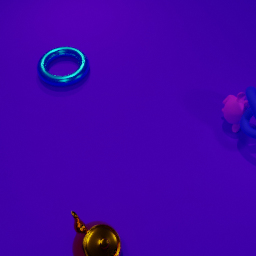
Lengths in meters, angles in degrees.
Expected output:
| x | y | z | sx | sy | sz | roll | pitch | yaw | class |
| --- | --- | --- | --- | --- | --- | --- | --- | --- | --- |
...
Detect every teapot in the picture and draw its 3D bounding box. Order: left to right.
| x | y | z | sx | sy | sz | roll | pitch | yaw | class |
| --- | --- | --- | --- | --- | --- | --- | --- | --- | --- |
| -0.696 | 2.638 | 6.384 | 1.872 | 0.917 | 1.164 | 45 | 55 | 6 | teapot |

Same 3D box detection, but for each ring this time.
| x | y | z | sx | sy | sz | roll | pitch | yaw | class |
| --- | --- | --- | --- | --- | --- | --- | --- | --- | --- |
| -2.313 | -2.222 | 10.015 | 1.866 | 0.373 | 1.866 | 0 | 57 | 0 | ring |

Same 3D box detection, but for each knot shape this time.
| x | y | z | sx | sy | sz | roll | pitch | yaw | class |
| --- | --- | --- | --- | --- | --- | --- | --- | --- | --- |
| 3.820 | -0.350 | 7.919 | 1.577 | 0.729 | 1.475 | 30 | 76 | -2 | knot shape |

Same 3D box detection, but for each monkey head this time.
| x | y | z | sx | sy | sz | roll | pitch | yaw | class |
| --- | --- | --- | --- | --- | --- | --- | --- | --- | --- |
| 3.368 | -0.564 | 8.539 | 0.933 | 1.297 | 0.781 | -6 | 27 | -8 | monkey head |
